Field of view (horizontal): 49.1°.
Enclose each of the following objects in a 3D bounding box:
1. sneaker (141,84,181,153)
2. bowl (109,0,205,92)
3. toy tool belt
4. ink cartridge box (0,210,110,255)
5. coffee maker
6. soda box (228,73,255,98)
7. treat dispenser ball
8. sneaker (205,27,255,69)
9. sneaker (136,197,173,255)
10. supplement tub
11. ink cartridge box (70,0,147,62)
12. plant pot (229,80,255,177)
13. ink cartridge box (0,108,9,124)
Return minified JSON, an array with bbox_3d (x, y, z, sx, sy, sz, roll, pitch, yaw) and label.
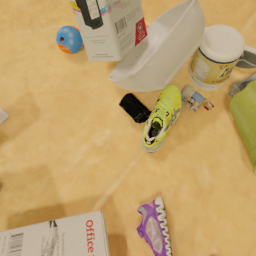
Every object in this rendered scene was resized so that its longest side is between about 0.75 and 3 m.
[{"bbox_3d":[1.102,-0.348,8.565,0.865,0.876,2.293,20,76,8],"label":"sneaker"},{"bbox_3d":[0.904,-2.267,8.604,1.119,2.999,2.995,41,84,-21],"label":"bowl"},{"bbox_3d":[2.106,-0.809,9.100,1.185,0.740,0.728,45,101,19],"label":"toy tool belt"},{"bbox_3d":[-1.841,3.404,6.427,2.993,1.261,2.164,-11,41,-4],"label":"ink cartridge box"},{"bbox_3d":[0.212,-0.657,8.840,0.631,0.901,0.938,-45,71,-1],"label":"coffee maker"},{"bbox_3d":[4.495,-1.456,9.308,2.135,0.677,0.729,-25,68,-11],"label":"soda box"},{"bbox_3d":[-2.072,-3.132,9.922,0.956,0.956,0.956,0,66,0],"label":"treat dispenser ball"},{"bbox_3d":[3.591,-2.924,9.863,2.562,0.901,1.027,24,65,11],"label":"sneaker"},{"bbox_3d":[0.678,2.846,7.399,0.860,0.783,1.946,-10,62,3],"label":"sneaker"},{"bbox_3d":[2.754,-2.167,8.969,1.353,1.874,1.353,0,65,0],"label":"supplement tub"},{"bbox_3d":[-0.511,-3.259,7.225,1.040,2.511,1.830,6,39,30],"label":"ink cartridge box"},{"bbox_3d":[4.158,-0.143,8.024,2.438,2.438,2.241,-17,55,-7],"label":"plant pot"},{"bbox_3d":[-5.124,-0.059,8.616,1.397,0.804,2.412,35,70,14],"label":"ink cartridge box"}]
